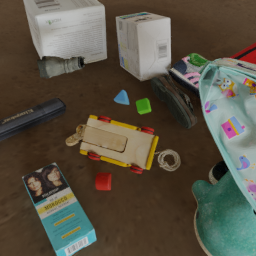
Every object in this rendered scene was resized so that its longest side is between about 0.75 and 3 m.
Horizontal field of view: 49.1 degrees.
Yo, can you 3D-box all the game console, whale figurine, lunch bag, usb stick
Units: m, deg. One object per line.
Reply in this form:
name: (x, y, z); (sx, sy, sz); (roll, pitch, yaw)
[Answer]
game console: (4.735, -2.459, 10.123); (2.027, 1.203, 1.747); (-30, 70, 8)
whale figurine: (2.370, 1.427, 5.615); (2.109, 1.376, 2.652); (20, 58, 10)
lunch bag: (2.142, -0.161, 4.653); (2.465, 1.503, 2.100); (55, 29, 0)
usb stick: (-3.093, -0.239, 8.320); (2.598, 0.424, 0.720); (-27, 50, -25)

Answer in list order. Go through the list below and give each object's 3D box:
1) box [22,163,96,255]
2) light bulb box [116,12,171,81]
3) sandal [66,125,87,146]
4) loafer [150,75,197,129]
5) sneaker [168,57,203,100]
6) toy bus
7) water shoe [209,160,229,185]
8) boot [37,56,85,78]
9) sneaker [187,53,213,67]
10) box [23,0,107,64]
box: (-1.553, 1.743, 6.179); (0.850, 0.508, 2.066); (-24, 49, -23)
light bulb box: (0.514, -2.913, 9.804); (1.198, 1.904, 1.920); (-15, 32, -16)
sandal: (-1.333, 0.084, 8.028); (0.400, 0.359, 1.091); (32, 52, 29)
loafer: (1.523, -0.977, 8.706); (0.771, 0.880, 2.450); (-24, 46, -8)
sneaker: (2.419, -1.506, 9.023); (2.288, 0.803, 0.938); (42, 87, 20)
toy bus: (-0.042, 0.414, 7.115); (2.117, 1.159, 2.243); (-30, 79, 10)
water shoe: (2.940, 0.776, 6.942); (2.152, 0.849, 0.769); (-20, 47, -20)
boot: (-1.731, -1.698, 7.637); (1.178, 0.610, 1.803); (-9, 18, -7)
sneaker: (3.024, -1.880, 9.462); (1.022, 1.153, 2.760); (-15, 47, -27)
box: (-2.420, -3.920, 10.892); (2.542, 2.178, 2.530); (-17, 46, -19)
